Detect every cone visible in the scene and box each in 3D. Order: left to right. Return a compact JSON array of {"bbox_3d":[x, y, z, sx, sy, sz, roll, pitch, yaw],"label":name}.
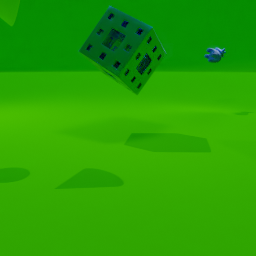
[{"bbox_3d":[-2.380,-2.331,4.677,0.971,0.967,0.967,6,8,-32],"label":"cone"}]

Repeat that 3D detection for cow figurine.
[{"bbox_3d":[3.662,-2.981,11.532,0.949,0.530,0.965,5,37,-13],"label":"cow figurine"}]

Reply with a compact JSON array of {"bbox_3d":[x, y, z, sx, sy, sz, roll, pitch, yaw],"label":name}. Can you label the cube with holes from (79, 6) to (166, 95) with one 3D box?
[{"bbox_3d":[-0.095,-1.944,7.238,1.368,1.368,1.368,36,3,24],"label":"cube with holes"}]
